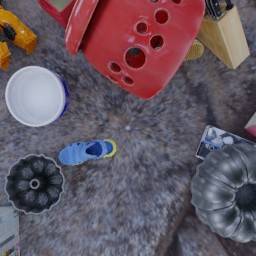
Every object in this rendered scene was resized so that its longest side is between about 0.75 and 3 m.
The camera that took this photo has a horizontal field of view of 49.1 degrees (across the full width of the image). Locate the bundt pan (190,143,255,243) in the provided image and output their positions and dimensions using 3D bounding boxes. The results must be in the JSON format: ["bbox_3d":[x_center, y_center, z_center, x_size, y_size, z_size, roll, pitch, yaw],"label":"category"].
[{"bbox_3d":[3.163,1.800,7.550,2.783,1.044,2.783,0,91,-1],"label":"bundt pan"}]

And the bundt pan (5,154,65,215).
[{"bbox_3d":[-2.563,1.562,7.983,1.673,0.628,1.673,0,84,0],"label":"bundt pan"}]

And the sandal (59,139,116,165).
[{"bbox_3d":[-1.194,0.659,8.045,1.683,0.733,0.669,-16,85,0],"label":"sandal"}]

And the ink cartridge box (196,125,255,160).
[{"bbox_3d":[3.102,0.742,8.207,2.001,0.392,0.995,21,83,1],"label":"ink cartridge box"}]

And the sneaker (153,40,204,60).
[{"bbox_3d":[1.391,-2.318,8.367,1.599,0.721,0.599,-6,125,-6],"label":"sneaker"}]

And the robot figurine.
[{"bbox_3d":[-4.247,-3.063,8.223,2.844,0.828,2.062,39,57,5],"label":"robot figurine"}]

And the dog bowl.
[{"bbox_3d":[-2.567,-0.901,8.055,1.676,0.660,1.676,1,97,6],"label":"dog bowl"}]

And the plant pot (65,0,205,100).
[{"bbox_3d":[0.006,-2.499,6.997,2.642,2.901,2.901,24,84,-14],"label":"plant pot"}]

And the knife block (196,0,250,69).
[{"bbox_3d":[2.671,-2.908,7.809,0.729,1.999,2.277,-44,85,-3],"label":"knife block"}]

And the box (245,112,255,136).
[{"bbox_3d":[4.646,0.049,7.913,2.010,1.095,1.285,37,85,4],"label":"box"}]

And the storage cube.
[{"bbox_3d":[-1.829,-3.910,8.227,1.338,1.407,1.565,43,86,5],"label":"storage cube"}]

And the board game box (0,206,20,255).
[{"bbox_3d":[-3.410,3.215,7.342,0.660,1.515,2.054,-4,83,-1],"label":"board game box"}]
